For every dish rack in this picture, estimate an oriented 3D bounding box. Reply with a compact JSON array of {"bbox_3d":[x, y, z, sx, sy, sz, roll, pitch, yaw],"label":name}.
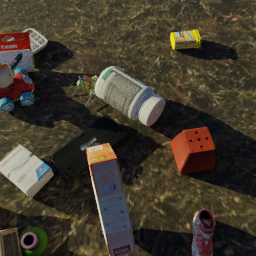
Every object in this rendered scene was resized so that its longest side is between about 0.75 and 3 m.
[{"bbox_3d":[-4.892,-3.941,13.450,1.543,0.391,1.797,40,66,21],"label":"dish rack"}]

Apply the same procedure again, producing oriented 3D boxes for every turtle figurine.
[{"bbox_3d":[-1.731,-1.736,12.033,0.888,1.234,1.196,14,29,42],"label":"turtle figurine"}]

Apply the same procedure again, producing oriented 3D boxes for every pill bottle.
[{"bbox_3d":[0.084,-1.250,11.124,2.585,1.462,1.462,34,64,20],"label":"pill bottle"}]

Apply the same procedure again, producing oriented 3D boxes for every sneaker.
[{"bbox_3d":[2.312,3.377,8.534,0.595,0.955,1.782,4,58,2],"label":"sneaker"}]

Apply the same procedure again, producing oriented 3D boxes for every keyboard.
[{"bbox_3d":[-1.282,0.846,10.454,2.873,0.369,1.725,-39,66,-21],"label":"keyboard"}]

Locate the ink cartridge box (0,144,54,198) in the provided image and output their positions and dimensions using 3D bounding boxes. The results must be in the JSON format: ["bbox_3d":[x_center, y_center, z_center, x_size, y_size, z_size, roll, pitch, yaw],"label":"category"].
[{"bbox_3d":[-3.611,1.501,9.878,1.576,0.664,1.139,33,64,19],"label":"ink cartridge box"}]

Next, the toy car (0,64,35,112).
[{"bbox_3d":[-4.848,-1.976,11.327,1.681,1.900,1.752,-18,60,-11],"label":"toy car"}]

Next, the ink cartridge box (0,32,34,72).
[{"bbox_3d":[-5.323,-3.357,12.487,2.015,0.439,1.749,-5,99,-3],"label":"ink cartridge box"}]

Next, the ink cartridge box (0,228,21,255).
[{"bbox_3d":[-4.099,3.933,7.627,2.284,0.858,1.882,-15,76,10],"label":"ink cartridge box"}]

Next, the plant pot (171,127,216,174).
[{"bbox_3d":[2.431,0.697,10.074,1.359,1.199,1.361,-8,58,-6],"label":"plant pot"}]

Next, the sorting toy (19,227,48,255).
[{"bbox_3d":[-3.424,3.659,8.475,1.848,0.759,1.110,-17,59,-11],"label":"sorting toy"}]

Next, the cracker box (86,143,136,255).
[{"bbox_3d":[-0.531,1.963,7.990,0.783,1.818,2.714,-13,100,-9],"label":"cracker box"}]

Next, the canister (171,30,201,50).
[{"bbox_3d":[2.776,-4.261,13.563,1.274,0.551,0.946,-6,58,-3],"label":"canister"}]
